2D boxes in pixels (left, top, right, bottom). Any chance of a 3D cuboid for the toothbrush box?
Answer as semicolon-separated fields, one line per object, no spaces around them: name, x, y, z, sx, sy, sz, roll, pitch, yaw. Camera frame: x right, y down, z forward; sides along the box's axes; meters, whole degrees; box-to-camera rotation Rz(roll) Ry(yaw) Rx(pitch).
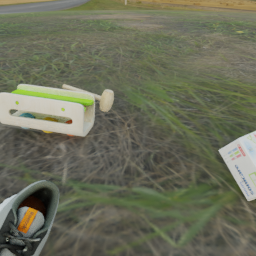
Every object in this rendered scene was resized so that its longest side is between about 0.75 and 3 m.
toothbrush box;3.073;0.660;6.175;1.695;0.730;1.234;-17;71;-27

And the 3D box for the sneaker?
sneaker;-1.731;1.734;3.813;1.012;1.086;2.738;37;30;-14

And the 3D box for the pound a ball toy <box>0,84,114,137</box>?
pound a ball toy;-2.047;-0.540;8.512;2.924;1.242;1.906;9;23;6
